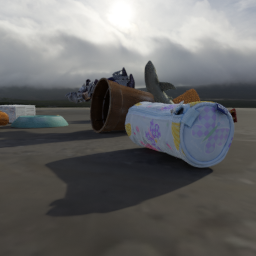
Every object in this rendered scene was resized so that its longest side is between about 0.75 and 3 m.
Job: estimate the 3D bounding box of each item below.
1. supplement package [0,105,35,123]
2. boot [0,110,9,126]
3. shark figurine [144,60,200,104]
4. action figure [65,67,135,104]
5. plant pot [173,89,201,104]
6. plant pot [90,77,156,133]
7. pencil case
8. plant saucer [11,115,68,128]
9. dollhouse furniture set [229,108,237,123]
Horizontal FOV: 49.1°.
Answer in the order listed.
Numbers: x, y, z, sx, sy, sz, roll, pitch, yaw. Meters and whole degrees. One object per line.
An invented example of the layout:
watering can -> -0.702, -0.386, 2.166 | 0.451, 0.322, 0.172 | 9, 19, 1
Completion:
supplement package -> -5.580, -0.720, 14.042 | 1.493, 0.828, 1.163 | 5, 8, 34
boot -> -5.803, -0.392, 10.642 | 1.920, 0.914, 2.482 | -5, 18, -41
shark figurine -> 1.392, -1.071, 11.408 | 1.245, 2.983, 1.782 | -40, -8, -34
action figure -> -1.184, -1.599, 11.155 | 2.776, 0.963, 1.806 | -19, 23, -17
plant pot -> 3.177, -1.143, 15.265 | 1.199, 1.713, 1.713 | -17, 6, -1
plant pot -> -0.141, -0.671, 9.551 | 1.806, 1.824, 1.824 | 6, 2, -26
pencil case -> 0.778, 0.005, 5.214 | 1.112, 1.019, 2.452 | 23, -3, -19
plant saucer -> -3.751, -0.308, 11.958 | 2.365, 0.425, 2.365 | 0, 6, 0
dollhouse furniture set -> 4.211, -0.398, 12.792 | 0.847, 0.640, 1.573 | -1, -12, -7
